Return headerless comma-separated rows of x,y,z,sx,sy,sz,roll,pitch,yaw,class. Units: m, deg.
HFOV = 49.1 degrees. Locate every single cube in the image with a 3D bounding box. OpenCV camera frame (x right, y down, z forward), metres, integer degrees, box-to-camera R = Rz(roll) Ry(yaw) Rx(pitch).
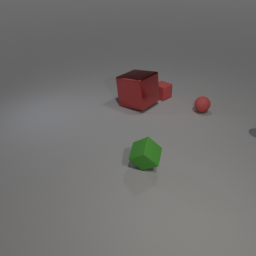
0.556,0.816,8.876,0.700,0.700,0.700,-24,38,41,cube
1.695,-1.839,13.792,0.700,0.700,0.700,26,40,38,cube
0.470,-1.788,12.866,1.400,1.400,1.400,15,33,37,cube

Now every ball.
3.300,-1.056,12.407,0.700,0.700,0.700,0,31,0,ball
